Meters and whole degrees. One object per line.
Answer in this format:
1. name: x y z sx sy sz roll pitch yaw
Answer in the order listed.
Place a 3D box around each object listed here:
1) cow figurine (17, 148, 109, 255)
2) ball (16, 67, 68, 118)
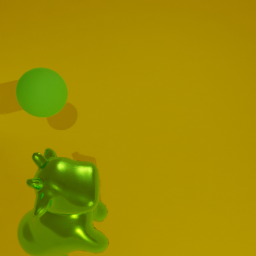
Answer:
1. cow figurine: -0.886 1.027 3.412 1.589 1.563 0.872 -29 40 20
2. ball: -1.634 -0.673 5.348 0.949 0.949 0.949 0 58 0
